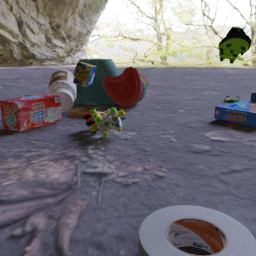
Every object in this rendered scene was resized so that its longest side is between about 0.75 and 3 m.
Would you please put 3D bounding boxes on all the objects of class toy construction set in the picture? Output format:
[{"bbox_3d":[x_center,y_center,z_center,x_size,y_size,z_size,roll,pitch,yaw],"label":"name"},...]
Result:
[{"bbox_3d":[-0.711,-0.277,8.538,1.146,0.805,1.748,-27,12,-6],"label":"toy construction set"}]

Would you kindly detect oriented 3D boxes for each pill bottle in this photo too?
[{"bbox_3d":[-2.721,-1.535,11.601,1.152,1.152,2.015,-3,34,-9],"label":"pill bottle"}]

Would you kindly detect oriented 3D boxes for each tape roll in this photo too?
[{"bbox_3d":[0.764,1.406,3.212,1.292,0.427,1.292,1,16,0],"label":"tape roll"}]

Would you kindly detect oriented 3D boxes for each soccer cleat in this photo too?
[{"bbox_3d":[1.904,-1.569,5.034,0.505,0.607,1.496,16,8,10],"label":"soccer cleat"}]

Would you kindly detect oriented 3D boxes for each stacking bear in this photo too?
[{"bbox_3d":[0.216,-1.951,13.224,1.669,1.563,2.748,-21,6,20],"label":"stacking bear"}]

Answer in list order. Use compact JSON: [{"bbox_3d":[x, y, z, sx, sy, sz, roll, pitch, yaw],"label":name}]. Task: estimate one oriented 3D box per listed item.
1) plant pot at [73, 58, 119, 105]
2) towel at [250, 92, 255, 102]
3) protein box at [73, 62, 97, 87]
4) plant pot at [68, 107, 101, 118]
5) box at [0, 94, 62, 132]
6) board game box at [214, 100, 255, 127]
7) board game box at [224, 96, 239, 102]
[{"bbox_3d":[-1.546,-2.380,13.798,2.531,2.031,2.531,0,15,0],"label":"plant pot"},{"bbox_3d":[5.739,-1.020,10.937,1.766,0.428,0.986,19,-3,27],"label":"towel"},{"bbox_3d":[-1.595,-1.991,10.430,0.525,0.779,0.773,18,15,7],"label":"protein box"},{"bbox_3d":[-1.678,-0.627,10.956,1.344,0.185,1.344,-1,16,0],"label":"plant pot"},{"bbox_3d":[-3.178,-0.565,9.343,0.881,0.920,1.846,10,18,31],"label":"box"},{"bbox_3d":[4.452,-0.569,10.140,2.185,0.492,1.662,-13,20,-39],"label":"board game box"},{"bbox_3d":[5.178,-1.438,13.944,0.654,0.146,1.248,9,18,22],"label":"board game box"}]
